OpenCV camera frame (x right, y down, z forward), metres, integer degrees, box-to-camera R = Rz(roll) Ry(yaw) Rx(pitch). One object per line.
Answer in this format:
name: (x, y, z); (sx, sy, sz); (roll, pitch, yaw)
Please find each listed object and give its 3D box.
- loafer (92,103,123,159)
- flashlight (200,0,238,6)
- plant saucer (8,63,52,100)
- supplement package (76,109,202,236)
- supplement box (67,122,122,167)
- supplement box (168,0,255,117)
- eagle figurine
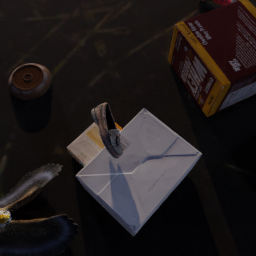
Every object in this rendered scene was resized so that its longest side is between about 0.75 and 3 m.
loafer: (-0.426, 0.034, 6.573); (0.429, 0.491, 1.365); (-34, 71, 24)
flashlight: (3.429, -4.790, 10.484); (1.805, 0.613, 0.611); (34, 89, 14)
plant saucer: (-3.250, -1.602, 9.177); (1.429, 0.261, 1.429); (0, 66, 0)
supplement package: (0.273, 1.138, 7.250); (1.924, 1.370, 2.471); (40, 71, 16)
supplement box: (-0.854, 0.451, 8.041); (0.945, 0.551, 1.499); (41, 71, 17)
supplement box: (3.021, -2.175, 8.649); (2.538, 1.685, 2.503); (-24, 67, -11)
eagle figurine: (-2.845, 2.182, 6.817); (2.792, 2.107, 2.119); (-7, 106, -35)
